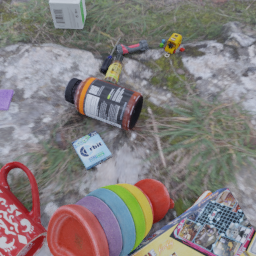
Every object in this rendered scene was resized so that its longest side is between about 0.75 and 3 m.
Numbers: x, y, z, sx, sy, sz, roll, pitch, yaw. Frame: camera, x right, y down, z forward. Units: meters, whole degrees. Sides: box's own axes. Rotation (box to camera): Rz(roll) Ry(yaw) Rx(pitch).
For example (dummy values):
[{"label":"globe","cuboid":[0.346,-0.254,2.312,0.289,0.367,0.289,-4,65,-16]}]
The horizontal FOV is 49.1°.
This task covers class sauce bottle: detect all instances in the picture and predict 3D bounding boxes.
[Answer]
[{"label":"sauce bottle","cuboid":[-0.496,-2.163,10.462,0.492,0.492,1.521,10,57,7]}]

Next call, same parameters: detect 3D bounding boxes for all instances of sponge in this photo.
[{"label":"sponge","cuboid":[-4.384,-1.000,9.892,0.484,0.129,0.868,0,56,1]}]

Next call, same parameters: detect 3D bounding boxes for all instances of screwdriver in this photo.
[{"label":"screwdriver","cuboid":[-0.629,-2.951,11.196,0.298,0.311,2.138,9,50,16]}]

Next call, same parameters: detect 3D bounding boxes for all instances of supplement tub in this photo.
[{"label":"supplement tub","cuboid":[-0.811,-0.882,9.113,2.422,1.295,1.295,21,58,14]}]

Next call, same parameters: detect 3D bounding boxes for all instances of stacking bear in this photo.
[{"label":"stacking bear","cuboid":[-0.117,2.072,6.600,1.789,1.675,2.946,29,28,35]}]

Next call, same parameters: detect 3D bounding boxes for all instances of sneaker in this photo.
[{"label":"sneaker","cuboid":[1.784,2.380,7.283,1.805,0.659,0.696,-38,66,-21]}]

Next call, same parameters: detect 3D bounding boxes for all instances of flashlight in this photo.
[{"label":"flashlight","cuboid":[0.150,-3.252,11.238,1.287,0.436,0.437,-19,44,-12]}]

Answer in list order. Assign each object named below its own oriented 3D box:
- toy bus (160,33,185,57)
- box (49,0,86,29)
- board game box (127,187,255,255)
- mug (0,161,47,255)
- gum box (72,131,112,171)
[{"label":"toy bus","cuboid":[1.802,-3.410,11.311,0.896,0.490,0.949,-13,57,-8]},{"label":"box","cuboid":[-2.535,-5.089,11.983,1.276,1.269,1.093,3,56,2]},{"label":"board game box","cuboid":[1.699,2.993,6.529,2.916,0.505,1.975,-27,80,-19]},{"label":"mug","cuboid":[-3.086,2.083,6.798,2.345,1.565,2.082,37,102,18]},{"label":"gum box","cuboid":[-1.123,0.680,8.684,0.865,0.227,1.018,-27,60,-17]}]
